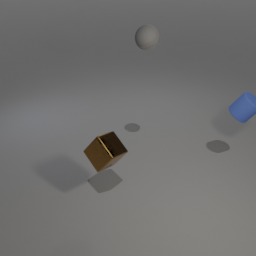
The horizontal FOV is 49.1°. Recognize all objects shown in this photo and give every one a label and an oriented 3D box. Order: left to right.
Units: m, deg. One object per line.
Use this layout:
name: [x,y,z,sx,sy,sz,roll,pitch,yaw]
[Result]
cube: [-0.580,0.612,7.312,0.700,0.700,0.700,53,33,13]
ball: [0.545,-2.582,8.002,0.700,0.700,0.700,0,30,0]
cylinder: [3.617,-0.636,8.638,0.700,0.700,0.700,22,41,-21]
